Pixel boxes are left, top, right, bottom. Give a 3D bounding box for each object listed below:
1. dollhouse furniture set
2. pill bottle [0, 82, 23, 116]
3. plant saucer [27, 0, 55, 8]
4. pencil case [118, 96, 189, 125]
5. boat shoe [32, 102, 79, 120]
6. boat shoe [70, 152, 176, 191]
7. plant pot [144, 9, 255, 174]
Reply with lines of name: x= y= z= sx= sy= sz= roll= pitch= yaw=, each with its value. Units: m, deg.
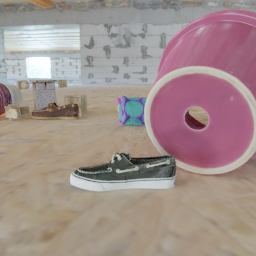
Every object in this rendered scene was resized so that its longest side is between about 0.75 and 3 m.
dollhouse furniture set: x=-3.003 y=-1.089 z=10.433 sx=2.746 sy=1.423 sz=1.216 roll=-10 pitch=13 yaw=-42
pill bottle: x=-5.099 y=-1.033 z=10.337 sx=1.318 sy=1.318 sz=2.405 roll=3 pitch=11 yaw=16
plant saucer: x=-2.946 y=-3.749 z=7.588 sx=1.909 sy=0.308 sz=1.909 roll=25 pitch=15 yaw=-7
pencil case: x=0.787 y=-0.598 z=8.950 sx=2.158 sy=0.918 sz=0.997 roll=-1 pitch=48 yaw=-9
boat shoe: x=-2.631 y=-0.630 z=10.155 sx=1.757 sy=0.618 sz=0.619 roll=-1 pitch=11 yaw=3
boat shoe: x=-0.065 y=0.592 z=4.091 sx=1.541 sy=0.491 sz=0.545 roll=-1 pitch=11 yaw=-5
plant pot: x=1.599 y=-0.565 z=5.133 sx=2.796 sy=2.796 sz=2.502 roll=6 pitch=29 yaw=28
